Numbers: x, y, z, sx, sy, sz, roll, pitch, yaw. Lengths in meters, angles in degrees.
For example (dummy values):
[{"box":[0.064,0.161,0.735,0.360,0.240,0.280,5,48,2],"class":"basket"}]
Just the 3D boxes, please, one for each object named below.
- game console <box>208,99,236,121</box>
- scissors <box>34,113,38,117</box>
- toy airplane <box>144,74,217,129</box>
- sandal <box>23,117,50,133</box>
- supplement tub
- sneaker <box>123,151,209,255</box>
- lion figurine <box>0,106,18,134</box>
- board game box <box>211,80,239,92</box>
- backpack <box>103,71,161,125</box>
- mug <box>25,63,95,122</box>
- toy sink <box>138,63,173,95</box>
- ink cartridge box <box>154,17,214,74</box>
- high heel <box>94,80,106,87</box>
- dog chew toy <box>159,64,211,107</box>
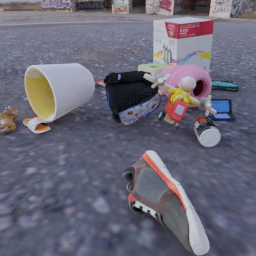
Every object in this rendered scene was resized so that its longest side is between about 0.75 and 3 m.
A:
[{"box":[3.319,-0.653,9.996,0.931,0.551,0.795,-1,25,0],"class":"game console"},{"box":[-2.979,-0.783,10.460,0.544,0.103,1.486,5,37,11],"class":"scissors"},{"box":[1.649,-1.058,8.631,1.941,1.369,1.932,-9,55,-35],"class":"toy airplane"},{"box":[-3.081,-0.183,9.203,1.332,0.382,0.510,22,33,37],"class":"sandal"},{"box":[2.329,0.072,8.389,0.634,0.634,1.035,0,25,1],"class":"supplement tub"},{"box":[0.587,1.493,5.433,1.081,1.017,2.639,-30,28,-2],"class":"sneaker"},{"box":[-3.965,-0.169,9.180,0.885,0.524,1.446,-7,39,-31],"class":"lion figurine"},{"box":[4.385,-2.019,13.229,1.512,0.213,1.023,7,27,14],"class":"board game box"},{"box":[0.221,-1.009,9.267,1.696,1.372,1.780,-20,58,10],"class":"backpack"},{"box":[-2.418,-1.466,9.964,2.386,1.911,1.958,19,33,40],"class":"mug"},{"box":[1.467,-2.352,12.934,1.233,1.060,1.892,-14,29,-26],"class":"toy sink"},{"box":[2.640,-3.795,13.831,2.108,2.915,2.118,-15,29,-23],"class":"ink cartridge box"},{"box":[-1.211,-2.189,13.467,0.970,0.327,0.465,-9,35,12],"class":"high heel"},{"box":[2.095,-1.784,11.253,1.628,1.628,2.615,-11,21,-22],"class":"dog chew toy"}]
